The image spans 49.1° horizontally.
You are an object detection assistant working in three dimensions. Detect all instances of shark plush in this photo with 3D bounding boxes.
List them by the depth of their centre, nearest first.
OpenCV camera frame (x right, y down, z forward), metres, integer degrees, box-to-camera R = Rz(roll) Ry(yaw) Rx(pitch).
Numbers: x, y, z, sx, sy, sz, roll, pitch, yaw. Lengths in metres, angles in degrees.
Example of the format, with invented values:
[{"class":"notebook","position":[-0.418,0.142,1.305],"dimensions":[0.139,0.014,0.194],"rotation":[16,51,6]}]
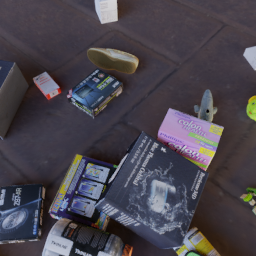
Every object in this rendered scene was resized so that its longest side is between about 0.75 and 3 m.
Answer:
[{"class":"shark plush","position":[2.623,-0.455,9.708],"dimensions":[0.822,0.754,1.810],"rotation":[19,58,12]}]

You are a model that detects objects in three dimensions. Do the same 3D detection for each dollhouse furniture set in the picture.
[{"class":"dollhouse furniture set","position":[3.741,2.230,8.267],"dimensions":[0.511,0.392,0.780],"rotation":[-38,92,-15]}]

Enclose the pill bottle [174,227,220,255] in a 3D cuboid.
[{"class":"pill bottle","position":[1.917,3.372,7.100],"dimensions":[0.834,0.834,1.498],"rotation":[-31,61,-19]}]

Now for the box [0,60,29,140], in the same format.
[{"class":"box","position":[-5.146,-1.104,9.596],"dimensions":[2.415,1.418,2.375],"rotation":[11,63,8]}]

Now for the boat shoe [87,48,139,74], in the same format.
[{"class":"boat shoe","position":[-0.595,-2.803,11.345],"dimensions":[2.144,0.793,0.712],"rotation":[21,48,10]}]

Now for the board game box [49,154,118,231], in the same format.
[{"class":"board game box","position":[-1.148,1.898,8.267],"dimensions":[1.609,0.552,1.947],"rotation":[14,57,12]}]

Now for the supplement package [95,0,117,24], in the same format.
[{"class":"supplement package","position":[-1.027,-5.695,12.993],"dimensions":[0.821,1.116,1.067],"rotation":[-15,58,-9]}]

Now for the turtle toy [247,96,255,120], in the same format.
[{"class":"turtle toy","position":[5.045,-0.765,9.703],"dimensions":[2.180,1.102,1.588],"rotation":[-21,59,-14]}]

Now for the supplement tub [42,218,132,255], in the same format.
[{"class":"supplement tub","position":[-0.980,3.145,7.019],"dimensions":[2.012,1.233,1.233],"rotation":[14,57,10]}]

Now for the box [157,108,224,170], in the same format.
[{"class":"box","position":[1.736,0.519,8.410],"dimensions":[1.610,1.831,0.885],"rotation":[22,59,13]}]

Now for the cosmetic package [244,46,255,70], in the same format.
[{"class":"cosmetic package","position":[5.259,-2.879,11.545],"dimensions":[0.510,0.402,0.948],"rotation":[-16,59,-8]}]

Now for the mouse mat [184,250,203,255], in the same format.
[{"class":"mouse mat","position":[1.783,4.356,6.385],"dimensions":[1.962,0.092,2.439],"rotation":[25,81,15]}]

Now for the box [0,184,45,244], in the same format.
[{"class":"box","position":[-3.100,2.431,8.028],"dimensions":[1.270,0.345,1.585],"rotation":[-3,56,-2]}]

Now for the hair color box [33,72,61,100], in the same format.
[{"class":"hair color box","position":[-3.109,-1.632,10.753],"dimensions":[0.583,0.336,1.052],"rotation":[-33,64,-20]}]

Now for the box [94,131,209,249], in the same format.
[{"class":"box","position":[0.657,1.681,7.610],"dimensions":[2.234,1.312,2.197],"rotation":[32,60,-2]}]

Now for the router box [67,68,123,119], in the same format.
[{"class":"router box","position":[-1.208,-1.329,10.426],"dimensions":[1.288,0.534,1.719],"rotation":[33,62,20]}]
